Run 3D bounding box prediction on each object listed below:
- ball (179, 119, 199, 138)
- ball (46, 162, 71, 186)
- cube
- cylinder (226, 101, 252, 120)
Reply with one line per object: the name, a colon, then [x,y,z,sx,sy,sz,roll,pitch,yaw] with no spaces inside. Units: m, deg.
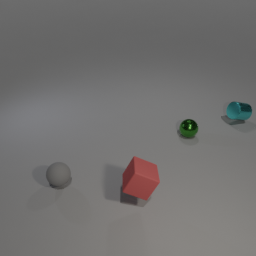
ball: [2.261,0.010,10.409,0.700,0.700,0.700,0,32,0]
ball: [-2.014,1.335,8.114,0.700,0.700,0.700,0,32,0]
cube: [0.315,1.283,7.173,0.700,0.700,0.700,23,27,-14]
cylinder: [4.416,-0.674,11.132,0.700,0.700,0.700,3,28,-28]
